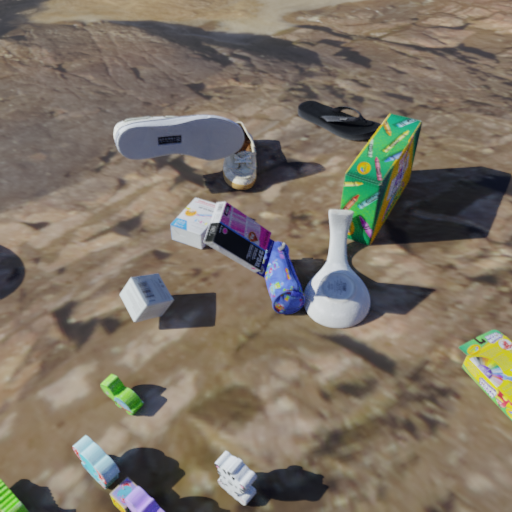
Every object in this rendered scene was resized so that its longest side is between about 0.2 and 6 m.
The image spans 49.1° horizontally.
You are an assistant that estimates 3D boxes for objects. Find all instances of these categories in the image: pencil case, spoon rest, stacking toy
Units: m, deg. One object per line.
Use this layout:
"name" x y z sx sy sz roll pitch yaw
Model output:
"pencil case" 0.483 0.362 10.647 0.604 0.672 1.548 13 39 -24
"spoon rest" 1.589 0.294 10.817 1.245 0.760 2.507 5 57 7
"stacking toy" -1.853 3.155 7.636 3.174 0.746 2.393 28 50 27

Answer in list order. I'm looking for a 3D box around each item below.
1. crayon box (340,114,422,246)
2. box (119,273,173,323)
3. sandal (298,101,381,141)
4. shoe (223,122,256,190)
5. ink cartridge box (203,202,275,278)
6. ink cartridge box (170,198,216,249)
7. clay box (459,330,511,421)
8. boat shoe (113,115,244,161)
"crayon box" 2.687 -1.704 12.136 0.793 1.617 2.722 21 48 21
"box" -1.969 0.750 10.061 0.646 0.554 0.643 -8 57 -48
"sandal" 2.175 -3.725 15.066 2.471 0.529 0.939 26 49 25
"shoe" -0.414 -2.464 13.661 0.812 0.620 2.322 -1 43 -2
"ink cartridge box" -0.180 -0.236 9.274 0.281 1.516 0.718 0 67 42
"ink cartridge box" -1.167 -0.788 12.019 0.755 0.445 1.311 18 46 18
"clay box" 4.122 1.974 9.136 0.906 0.375 1.578 -19 47 -19
"boat shoe" -1.768 -2.784 12.792 2.957 1.048 1.032 -9 36 -19
